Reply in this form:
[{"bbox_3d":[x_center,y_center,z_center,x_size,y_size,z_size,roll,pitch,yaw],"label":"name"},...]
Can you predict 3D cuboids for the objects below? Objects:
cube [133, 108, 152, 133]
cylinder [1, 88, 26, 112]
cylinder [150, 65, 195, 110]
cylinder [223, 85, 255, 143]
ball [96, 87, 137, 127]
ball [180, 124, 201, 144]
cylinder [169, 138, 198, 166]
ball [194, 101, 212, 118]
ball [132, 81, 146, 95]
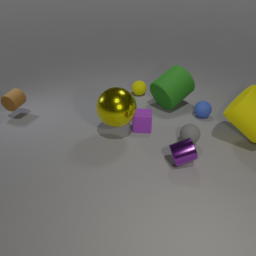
[{"bbox_3d":[0.550,-0.286,10.682,0.700,0.700,0.700,2,30,3],"label":"cube"},{"bbox_3d":[-4.569,-1.127,11.203,0.700,0.700,0.700,10,38,17],"label":"cylinder"},{"bbox_3d":[1.895,-1.737,12.054,1.400,1.400,1.400,-40,43,-15],"label":"cylinder"},{"bbox_3d":[4.181,-0.470,9.324,1.400,1.400,1.400,43,40,3],"label":"cylinder"},{"bbox_3d":[-0.402,-0.719,9.713,1.400,1.400,1.400,0,30,0],"label":"ball"},{"bbox_3d":[2.132,0.204,9.625,0.700,0.700,0.700,0,30,0],"label":"ball"},{"bbox_3d":[1.696,0.734,8.568,0.700,0.700,0.700,-21,30,6],"label":"cylinder"},{"bbox_3d":[3.085,-0.767,11.526,0.700,0.700,0.700,0,30,0],"label":"ball"},{"bbox_3d":[0.536,-1.935,13.512,0.700,0.700,0.700,0,30,0],"label":"ball"}]
